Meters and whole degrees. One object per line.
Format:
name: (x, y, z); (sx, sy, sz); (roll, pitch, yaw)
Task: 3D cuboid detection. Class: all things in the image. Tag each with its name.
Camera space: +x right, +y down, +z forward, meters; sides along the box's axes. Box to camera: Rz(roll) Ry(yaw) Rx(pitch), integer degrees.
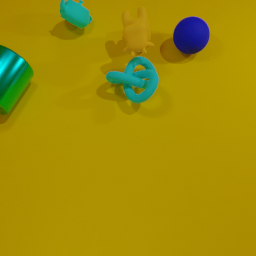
cylinder: (-3.373, -1.243, 7.272); (1.333, 1.333, 1.333); (21, 67, 9)
cow figurine: (0.274, -2.517, 7.721); (0.862, 1.570, 1.545); (-10, 77, 11)
knot shape: (0.104, -1.330, 7.549); (1.413, 0.698, 1.510); (4, 43, 3)
ball: (1.816, -2.656, 8.058); (1.035, 1.035, 1.035); (0, 66, 0)
teapot: (-1.573, -3.477, 8.338); (0.915, 1.471, 0.720); (36, 103, 29)
